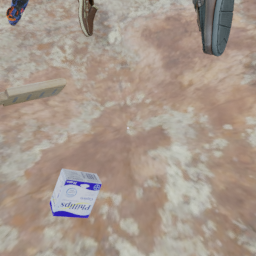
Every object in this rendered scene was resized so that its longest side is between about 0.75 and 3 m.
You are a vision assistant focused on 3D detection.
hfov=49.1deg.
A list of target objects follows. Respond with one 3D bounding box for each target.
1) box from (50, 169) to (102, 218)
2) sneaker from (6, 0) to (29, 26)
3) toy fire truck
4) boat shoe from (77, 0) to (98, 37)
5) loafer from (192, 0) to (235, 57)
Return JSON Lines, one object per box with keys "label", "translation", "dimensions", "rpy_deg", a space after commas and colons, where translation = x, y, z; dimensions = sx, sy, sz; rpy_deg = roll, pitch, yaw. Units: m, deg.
{"label": "box", "translation": [-1.002, 1.259, 5.339], "dimensions": [0.737, 0.802, 0.421], "rpy_deg": [14, 16, -29]}
{"label": "sneaker", "translation": [-2.957, -3.148, 7.456], "dimensions": [0.393, 0.410, 1.044], "rpy_deg": [23, 59, -11]}
{"label": "toy fire truck", "translation": [-2.401, -0.616, 4.397], "dimensions": [2.299, 2.023, 1.479], "rpy_deg": [30, 74, -22]}
{"label": "boat shoe", "translation": [-1.101, -3.321, 7.902], "dimensions": [0.518, 0.517, 1.399], "rpy_deg": [-5, 98, 19]}
{"label": "loafer", "translation": [1.649, -2.731, 5.535], "dimensions": [0.798, 2.536, 0.911], "rpy_deg": [13, 19, 34]}
